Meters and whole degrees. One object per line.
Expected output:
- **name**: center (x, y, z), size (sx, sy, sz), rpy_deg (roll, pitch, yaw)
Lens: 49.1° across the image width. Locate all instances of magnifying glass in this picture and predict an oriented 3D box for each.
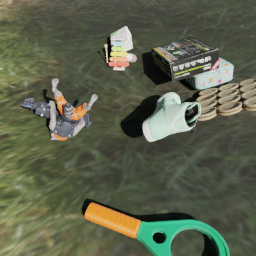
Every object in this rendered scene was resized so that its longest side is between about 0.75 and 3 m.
- **magnifying glass**: center (0.496, 2.117, 5.494), size (2.879, 0.322, 1.146), rpy_deg (17, 51, 15)

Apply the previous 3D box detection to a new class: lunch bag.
- **lunch bag**: center (2.433, -1.660, 8.446), size (1.300, 0.501, 1.043), rpy_deg (-18, 32, -8)

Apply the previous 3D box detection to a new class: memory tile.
- **memory tile**: center (2.556, -0.749, 7.107), size (1.706, 0.187, 2.226), rpy_deg (-12, 19, 23)

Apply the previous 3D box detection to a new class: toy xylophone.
- **toy xylophone**: center (-0.376, -2.353, 8.972), size (0.751, 1.026, 0.258), rpy_deg (-4, 24, 11)

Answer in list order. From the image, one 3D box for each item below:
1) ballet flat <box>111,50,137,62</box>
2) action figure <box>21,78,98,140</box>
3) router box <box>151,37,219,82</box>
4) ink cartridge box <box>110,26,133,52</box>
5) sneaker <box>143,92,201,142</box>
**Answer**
- **ballet flat**: center (-0.147, -2.380, 9.248), size (0.883, 0.305, 0.314), rpy_deg (17, 10, -3)
- **action figure**: center (-1.680, -0.319, 6.670), size (1.770, 1.712, 0.926), rpy_deg (12, 46, -14)
- **router box**: center (1.652, -2.112, 8.425), size (1.416, 0.587, 1.890), rpy_deg (-17, 30, -4)
- **ink cartridge box**: center (-0.227, -3.000, 9.659), size (0.655, 0.395, 0.902), rpy_deg (-22, 45, 17)
- **sneaker**: center (1.259, -0.382, 6.729), size (1.209, 0.754, 2.050), rpy_deg (-15, 22, 32)
